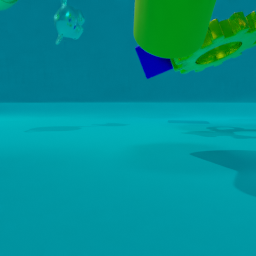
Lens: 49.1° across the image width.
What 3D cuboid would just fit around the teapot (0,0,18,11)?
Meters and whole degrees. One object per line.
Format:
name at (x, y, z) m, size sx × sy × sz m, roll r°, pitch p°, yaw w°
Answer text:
teapot at (-3.408, -3.874, 7.617) m, size 1.001 × 1.271 × 2.044 m, roll 14°, pitch 27°, yaw 29°

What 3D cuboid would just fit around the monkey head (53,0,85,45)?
monkey head at (-1.925, -3.268, 8.699) m, size 0.904 × 1.500 × 1.079 m, roll 4°, pitch 6°, yaw -39°

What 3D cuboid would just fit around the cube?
cube at (1.000, -2.415, 9.602) m, size 1.112 × 1.112 × 1.112 m, roll -21°, pitch 8°, yaw 12°

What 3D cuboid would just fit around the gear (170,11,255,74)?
gear at (1.935, -1.804, 6.186) m, size 1.992 × 0.368 × 1.992 m, roll -17°, pitch -8°, yaw -2°

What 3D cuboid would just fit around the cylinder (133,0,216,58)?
cylinder at (0.595, -1.612, 3.619) m, size 1.011 × 1.011 × 1.011 m, roll 0°, pitch -35°, yaw -2°
